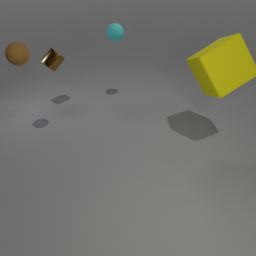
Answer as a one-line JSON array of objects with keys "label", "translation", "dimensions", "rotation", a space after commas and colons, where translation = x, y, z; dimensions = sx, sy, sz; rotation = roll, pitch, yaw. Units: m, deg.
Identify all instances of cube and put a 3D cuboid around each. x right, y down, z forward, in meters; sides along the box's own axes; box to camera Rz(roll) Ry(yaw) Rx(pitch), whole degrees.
[{"label": "cube", "translation": [2.947, -1.949, 8.893], "dimensions": [1.400, 1.400, 1.400], "rotation": [-32, 12, 2]}]

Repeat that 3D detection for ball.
[{"label": "ball", "translation": [-0.529, -3.907, 11.449], "dimensions": [0.700, 0.700, 0.700], "rotation": [0, 31, 0]}, {"label": "ball", "translation": [-3.370, -2.262, 8.540], "dimensions": [0.700, 0.700, 0.700], "rotation": [0, 31, 0]}]

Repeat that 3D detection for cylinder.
[{"label": "cylinder", "translation": [-3.110, -2.825, 11.611], "dimensions": [0.700, 0.700, 0.700], "rotation": [39, 5, -4]}]
